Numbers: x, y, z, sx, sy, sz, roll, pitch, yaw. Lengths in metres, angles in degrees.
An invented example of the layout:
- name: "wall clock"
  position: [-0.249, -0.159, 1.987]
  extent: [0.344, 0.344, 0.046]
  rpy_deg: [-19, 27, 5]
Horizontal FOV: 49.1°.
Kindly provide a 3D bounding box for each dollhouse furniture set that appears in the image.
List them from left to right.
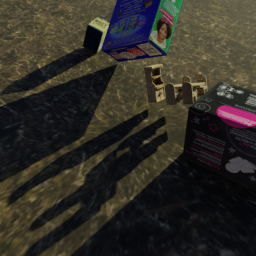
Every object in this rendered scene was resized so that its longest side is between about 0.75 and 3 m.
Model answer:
- name: "dollhouse furniture set"
  position: [1.392, -1.356, 8.232]
  extent: [1.611, 1.070, 1.412]
  rpy_deg: [1, 17, 32]

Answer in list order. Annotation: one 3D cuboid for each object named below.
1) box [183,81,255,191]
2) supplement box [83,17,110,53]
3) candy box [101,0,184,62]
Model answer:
- name: "box"
  position: [2.940, 0.230, 6.545]
  extent: [2.736, 1.570, 1.808]
  rpy_deg: [25, 41, 30]
- name: "supplement box"
  position: [-1.280, -3.883, 11.698]
  extent: [0.689, 1.026, 1.025]
  rpy_deg: [28, 45, 1]
- name: "candy box"
  position: [0.556, -4.042, 10.153]
  extent: [2.503, 1.140, 2.960]
  rpy_deg: [7, 77, 46]
